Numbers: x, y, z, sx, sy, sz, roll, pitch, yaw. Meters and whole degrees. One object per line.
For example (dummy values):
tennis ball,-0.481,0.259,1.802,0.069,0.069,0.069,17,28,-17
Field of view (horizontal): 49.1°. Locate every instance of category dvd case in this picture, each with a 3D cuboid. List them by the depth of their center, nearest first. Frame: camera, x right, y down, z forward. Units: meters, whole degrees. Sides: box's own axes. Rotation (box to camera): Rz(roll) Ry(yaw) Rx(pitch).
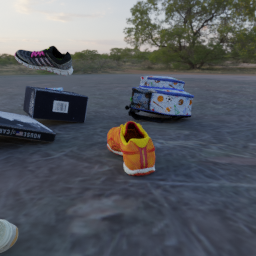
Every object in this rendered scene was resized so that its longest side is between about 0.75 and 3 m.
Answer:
dvd case,-3.645,-0.157,8.409,2.101,0.346,2.795,11,5,-35

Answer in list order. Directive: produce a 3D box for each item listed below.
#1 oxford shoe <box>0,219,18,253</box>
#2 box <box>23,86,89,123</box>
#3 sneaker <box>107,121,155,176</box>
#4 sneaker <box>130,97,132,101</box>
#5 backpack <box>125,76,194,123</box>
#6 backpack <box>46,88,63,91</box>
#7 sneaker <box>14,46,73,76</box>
oxford shoe,-1.911,1.327,3.490,1.269,0.477,0.366,-4,-29,19
box,-2.774,-0.913,10.649,1.965,1.023,1.789,5,10,-30
sneaker,0.082,0.254,6.598,0.929,0.982,2.546,-5,13,-17
sneaker,0.666,-1.546,15.294,1.308,0.511,0.557,1,18,45
backpack,1.445,-1.133,11.005,2.208,1.786,2.318,21,20,31
backpack,-3.780,-1.314,12.993,1.537,1.034,1.403,-2,14,-2
sneaker,-3.195,-2.781,10.834,2.253,0.986,0.831,14,40,-9
